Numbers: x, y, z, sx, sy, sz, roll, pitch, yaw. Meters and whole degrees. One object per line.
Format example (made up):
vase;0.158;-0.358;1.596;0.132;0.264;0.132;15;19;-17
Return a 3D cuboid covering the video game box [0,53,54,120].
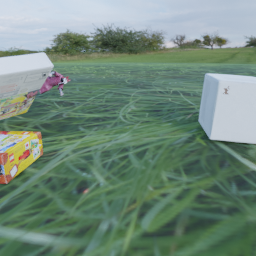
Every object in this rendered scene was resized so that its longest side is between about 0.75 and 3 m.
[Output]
video game box;-3.867;-0.992;8.075;2.829;0.662;2.577;-25;-14;-48

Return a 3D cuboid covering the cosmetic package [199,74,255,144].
cosmetic package;3.039;-0.631;7.983;1.612;1.603;1.927;6;16;4

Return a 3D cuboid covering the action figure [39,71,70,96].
action figure;-3.556;-2.188;13.442;1.689;1.131;1.258;-10;24;0

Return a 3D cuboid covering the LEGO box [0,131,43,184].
LEGO box;-2.651;0.552;5.850;1.124;0.582;1.509;1;16;9
